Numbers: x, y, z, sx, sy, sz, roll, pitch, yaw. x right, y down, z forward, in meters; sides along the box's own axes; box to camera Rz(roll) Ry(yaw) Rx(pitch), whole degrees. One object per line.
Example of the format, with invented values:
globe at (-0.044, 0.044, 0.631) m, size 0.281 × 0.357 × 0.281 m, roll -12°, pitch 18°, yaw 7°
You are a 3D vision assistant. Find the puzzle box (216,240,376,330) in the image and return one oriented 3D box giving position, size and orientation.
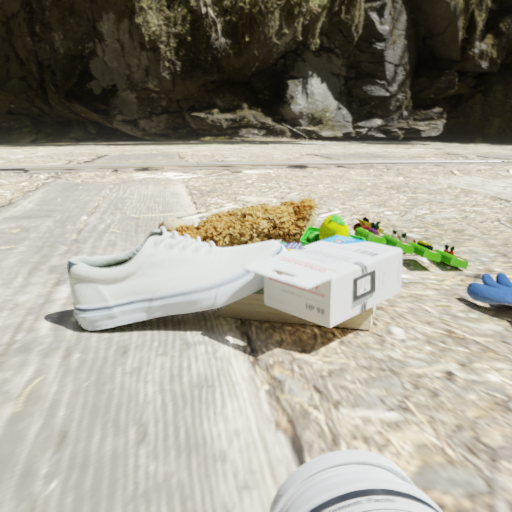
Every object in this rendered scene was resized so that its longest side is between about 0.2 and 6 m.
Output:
puzzle box at (0.812, 0.299, 8.167) m, size 1.976 × 0.378 × 2.970 m, roll 3°, pitch 15°, yaw 16°

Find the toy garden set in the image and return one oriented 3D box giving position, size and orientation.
toy garden set at (2.549, -0.295, 9.621) m, size 1.746 × 0.348 × 1.455 m, roll 15°, pitch 9°, yaw -9°

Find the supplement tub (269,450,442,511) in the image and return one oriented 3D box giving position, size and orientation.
supplement tub at (0.534, 1.541, 2.339) m, size 0.920 × 0.920 × 1.312 m, roll -2°, pitch 15°, yaw -7°

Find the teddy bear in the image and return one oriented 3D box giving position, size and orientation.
teddy bear at (-0.381, -0.377, 8.422) m, size 2.770 × 0.925 × 2.008 m, roll -16°, pitch 13°, yaw 0°

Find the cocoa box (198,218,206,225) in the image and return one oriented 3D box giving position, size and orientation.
cocoa box at (-0.376, -0.299, 9.806) m, size 1.085 × 0.723 × 0.712 m, roll 6°, pitch 16°, yaw 22°

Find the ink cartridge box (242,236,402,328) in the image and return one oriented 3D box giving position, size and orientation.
ink cartridge box at (0.773, 0.282, 6.373) m, size 1.725 × 0.575 × 0.999 m, roll -18°, pitch 24°, yaw -41°

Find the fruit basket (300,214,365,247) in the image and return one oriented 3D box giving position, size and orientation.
fruit basket at (1.043, -0.247, 7.591) m, size 0.897 × 0.897 × 0.647 m, roll 5°, pitch 26°, yaw 17°

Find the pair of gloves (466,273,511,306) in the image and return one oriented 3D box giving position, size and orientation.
pair of gloves at (4.112, 0.627, 7.183) m, size 2.565 × 0.292 × 2.062 m, roll 3°, pitch 13°, yaw 6°

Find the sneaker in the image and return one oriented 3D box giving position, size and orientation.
sneaker at (-0.944, 0.132, 6.672) m, size 2.677 × 0.948 × 0.977 m, roll -15°, pitch 19°, yaw -5°
